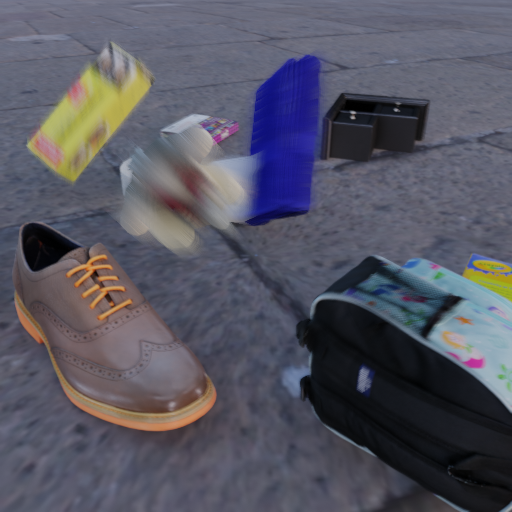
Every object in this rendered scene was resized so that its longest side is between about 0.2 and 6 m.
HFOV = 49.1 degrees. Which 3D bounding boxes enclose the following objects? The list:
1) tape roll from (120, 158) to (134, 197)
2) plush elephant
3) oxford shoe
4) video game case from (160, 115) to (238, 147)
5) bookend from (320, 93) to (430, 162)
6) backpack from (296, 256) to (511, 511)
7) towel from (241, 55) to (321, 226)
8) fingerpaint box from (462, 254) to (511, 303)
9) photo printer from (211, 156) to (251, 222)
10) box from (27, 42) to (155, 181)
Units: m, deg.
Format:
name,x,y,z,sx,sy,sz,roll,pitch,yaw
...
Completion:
name,x,y,z,sx,sy,sz,roll,pitch,yaw
tape roll,-1.893,-1.553,11.181,1.594,0.557,1.594,0,31,0
plush elephant,-0.901,-0.771,7.183,1.369,1.456,1.768,36,2,-28
oxford shoe,-1.929,0.702,6.635,3.729,1.359,1.329,26,39,36
video game case,-1.407,-3.167,14.144,1.401,0.277,1.546,14,34,22
bookend,2.801,-2.971,13.113,2.181,1.011,2.195,10,33,16
backpack,1.690,1.194,5.266,1.660,1.958,2.205,-27,41,-32
towel,0.300,-1.789,9.021,0.618,2.496,1.843,10,-9,-26
fingerpaint box,3.456,0.901,6.904,2.030,0.745,1.694,16,35,24
photo printer,-0.247,-1.182,10.044,0.952,1.145,0.397,-11,-8,-8
box,-3.124,-2.728,10.643,0.959,2.549,0.639,40,1,20
